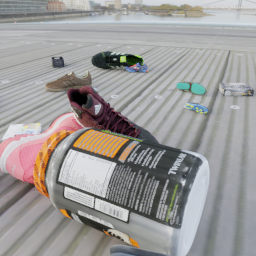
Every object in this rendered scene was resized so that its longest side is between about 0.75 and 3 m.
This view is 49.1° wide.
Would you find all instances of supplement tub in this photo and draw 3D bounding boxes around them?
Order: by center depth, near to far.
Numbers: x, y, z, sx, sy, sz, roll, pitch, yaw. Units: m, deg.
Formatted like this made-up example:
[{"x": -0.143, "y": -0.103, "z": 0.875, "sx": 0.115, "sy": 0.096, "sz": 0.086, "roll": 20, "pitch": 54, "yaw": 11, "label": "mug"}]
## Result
[{"x": -0.146, "y": 0.937, "z": 4.740, "sx": 2.696, "sy": 1.652, "sz": 1.652, "roll": 13, "pitch": 29, "yaw": 26, "label": "supplement tub"}]

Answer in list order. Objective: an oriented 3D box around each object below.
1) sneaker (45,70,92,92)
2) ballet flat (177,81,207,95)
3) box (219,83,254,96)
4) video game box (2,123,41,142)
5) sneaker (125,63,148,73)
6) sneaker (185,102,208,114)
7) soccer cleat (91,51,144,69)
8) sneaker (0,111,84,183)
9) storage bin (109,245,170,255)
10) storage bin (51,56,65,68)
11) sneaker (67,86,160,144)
[{"x": -2.582, "y": -2.073, "z": 12.122, "sx": 2.023, "sy": 0.764, "sz": 0.713, "roll": -9, "pitch": 27, "yaw": -19, "label": "sneaker"}, {"x": 2.723, "y": -1.711, "z": 11.733, "sx": 1.402, "sy": 0.521, "sz": 0.521, "roll": 24, "pitch": 34, "yaw": 36, "label": "ballet flat"}, {"x": 4.505, "y": -1.622, "z": 11.723, "sx": 1.190, "sy": 0.288, "sz": 0.943, "roll": 2, "pitch": 25, "yaw": 3, "label": "box"}, {"x": -3.018, "y": 0.163, "z": 8.045, "sx": 0.885, "sy": 0.227, "sz": 0.971, "roll": -5, "pitch": 26, "yaw": -5, "label": "video game box"}, {"x": 0.456, "y": -3.234, "z": 14.896, "sx": 1.234, "sy": 0.484, "sz": 0.465, "roll": 1, "pitch": 24, "yaw": 3, "label": "sneaker"}, {"x": 2.446, "y": -0.747, "z": 9.851, "sx": 0.367, "sy": 0.314, "sz": 0.885, "roll": -27, "pitch": 33, "yaw": -32, "label": "sneaker"}, {"x": -0.547, "y": -3.706, "z": 15.187, "sx": 2.884, "sy": 0.974, "sz": 1.169, "roll": 0, "pitch": 6, "yaw": -7, "label": "soccer cleat"}, {"x": -1.615, "y": 0.507, "z": 6.697, "sx": 1.202, "sy": 1.021, "sz": 2.770, "roll": 29, "pitch": 37, "yaw": 26, "label": "sneaker"}, {"x": 0.037, "y": 2.040, "z": 2.971, "sx": 0.966, "sy": 1.328, "sz": 0.892, "roll": 7, "pitch": 36, "yaw": 14, "label": "storage bin"}, {"x": -4.044, "y": -3.802, "z": 16.143, "sx": 0.650, "sy": 0.451, "sz": 0.961, "roll": -8, "pitch": 26, "yaw": -16, "label": "storage bin"}, {"x": -0.407, "y": -0.057, "z": 6.004, "sx": 2.531, "sy": 1.462, "sz": 0.958, "roll": 32, "pitch": 79, "yaw": 19, "label": "sneaker"}]
